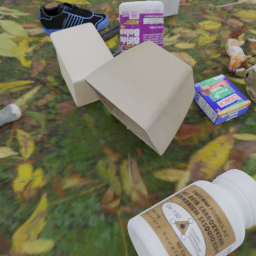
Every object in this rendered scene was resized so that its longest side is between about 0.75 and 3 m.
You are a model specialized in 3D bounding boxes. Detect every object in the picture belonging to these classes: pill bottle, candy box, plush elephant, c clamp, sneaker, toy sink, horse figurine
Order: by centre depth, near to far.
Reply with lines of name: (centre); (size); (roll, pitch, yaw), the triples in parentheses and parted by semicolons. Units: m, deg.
pill bottle: (1.458, 1.951, 5.738); (2.638, 1.508, 1.508); (-25, 57, -17)
plush elephant: (-4.537, -0.676, 7.517); (1.933, 1.817, 2.347); (35, 60, 23)
candy box: (2.754, -0.884, 8.484); (1.151, 0.524, 1.361); (-21, 57, -15)
pill bottle: (0.422, -2.541, 8.522); (1.314, 2.341, 1.314); (-2, 20, 1)
toy sink: (-1.369, -2.005, 8.887); (1.461, 1.256, 2.241); (-22, 61, -16)
horse figurine: (3.975, -2.686, 9.808); (1.411, 0.531, 2.129); (-7, 61, 2)
c clamp: (-0.252, -3.084, 10.322); (2.093, 0.332, 2.450); (31, 60, 28)
sneaker: (-2.044, -4.248, 10.708); (2.602, 1.014, 0.912); (-9, 53, -6)

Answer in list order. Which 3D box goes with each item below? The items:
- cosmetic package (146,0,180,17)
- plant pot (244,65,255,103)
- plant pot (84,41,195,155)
cosmetic package: (1.423, -5.217, 11.505); (1.090, 0.906, 0.912); (-17, 55, -14)
plant pot: (4.538, -1.523, 8.356); (1.667, 1.821, 1.821); (-24, 56, -4)
plant pot: (0.543, -0.873, 7.158); (1.868, 2.110, 2.107); (-46, 64, -5)
